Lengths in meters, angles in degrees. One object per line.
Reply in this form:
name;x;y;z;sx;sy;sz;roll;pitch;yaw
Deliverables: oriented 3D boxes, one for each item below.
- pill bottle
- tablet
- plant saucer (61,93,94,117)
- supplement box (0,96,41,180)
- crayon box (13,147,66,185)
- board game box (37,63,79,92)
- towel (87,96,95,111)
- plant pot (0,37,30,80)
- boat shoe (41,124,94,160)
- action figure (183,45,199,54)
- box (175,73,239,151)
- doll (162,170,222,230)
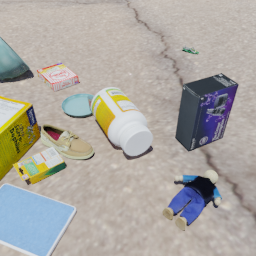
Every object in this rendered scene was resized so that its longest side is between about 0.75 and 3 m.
pill bottle;-0.209;-0.223;9.544;1.385;1.385;2.494;-18;43;-20
tablet;-2.774;2.378;7.396;2.434;0.166;1.584;14;42;15
plant saucer;-1.891;-0.892;11.279;1.539;0.211;1.539;0;41;0
supplement box;-4.233;0.381;8.754;1.475;1.485;2.711;15;43;16
crayon box;-2.733;1.185;8.682;1.338;0.345;0.841;-25;46;-28
board game box;-3.231;-2.365;12.890;1.277;0.390;1.686;-26;47;-28
towel;-0.923;-0.959;11.173;1.306;0.142;0.958;3;38;-19
plant pot;-5.697;-3.060;12.764;1.349;2.013;2.013;-42;50;-4
boat shoe;-2.091;0.426;9.318;2.074;0.688;0.768;17;43;19
action figure;3.461;-4.255;15.285;0.985;0.269;0.582;33;47;29
box;2.520;-0.494;9.218;1.569;2.223;0.877;-17;43;-19
doll;1.856;1.806;7.811;1.434;0.509;2.102;32;50;31
